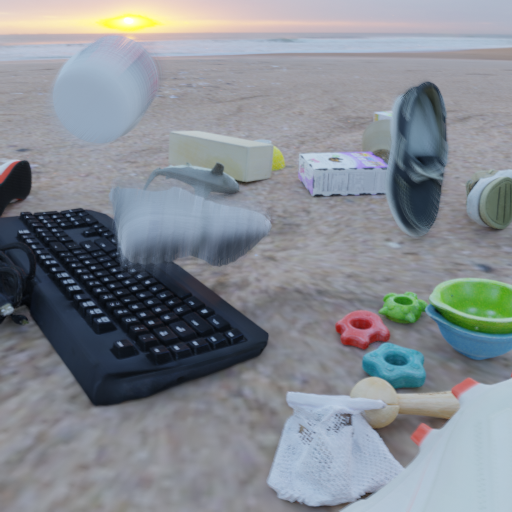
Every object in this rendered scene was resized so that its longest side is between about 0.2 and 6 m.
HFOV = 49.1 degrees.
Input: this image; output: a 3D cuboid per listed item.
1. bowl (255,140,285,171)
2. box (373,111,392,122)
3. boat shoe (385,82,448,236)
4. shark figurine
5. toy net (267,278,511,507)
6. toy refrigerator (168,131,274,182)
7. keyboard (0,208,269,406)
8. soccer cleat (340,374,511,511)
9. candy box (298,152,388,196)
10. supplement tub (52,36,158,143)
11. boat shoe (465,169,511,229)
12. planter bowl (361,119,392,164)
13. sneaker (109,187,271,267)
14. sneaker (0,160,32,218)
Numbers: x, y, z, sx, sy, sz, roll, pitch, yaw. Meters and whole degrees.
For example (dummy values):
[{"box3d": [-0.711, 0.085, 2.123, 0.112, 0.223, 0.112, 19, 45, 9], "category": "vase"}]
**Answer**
[{"box3d": [0.140, -2.340, 12.847, 1.067, 0.574, 1.067, 1, 23, 0], "category": "bowl"}, {"box3d": [3.930, -3.721, 15.950, 0.669, 0.603, 1.190, -11, 26, -24], "category": "box"}, {"box3d": [2.510, -1.496, 8.653, 0.885, 2.340, 0.706, -4, -4, -12], "category": "boat shoe"}, {"box3d": [-1.248, -1.334, 10.527, 1.873, 0.782, 1.119, 7, -10, -2], "category": "shark figurine"}, {"box3d": [1.179, 0.945, 5.234, 1.779, 0.655, 3.391, 21, 32, 39], "category": "toy net"}, {"box3d": [-0.811, -2.175, 12.226, 2.314, 0.810, 0.879, 19, 23, 35], "category": "toy refrigerator"}, {"box3d": [-2.254, 0.050, 6.904, 2.654, 1.010, 5.099, -16, 27, -33], "category": "keyboard"}, {"box3d": [1.111, 1.685, 3.155, 3.242, 1.123, 1.257, -21, 35, -26], "category": "soccer cleat"}, {"box3d": [1.754, -1.670, 11.308, 1.591, 0.569, 1.334, -2, 24, -7], "category": "candy box"}, {"box3d": [-2.220, -2.524, 8.431, 1.267, 1.267, 1.806, 0, 30, 0], "category": "supplement tub"}, {"box3d": [4.002, -1.007, 9.574, 0.809, 0.884, 2.365, 11, 19, 38], "category": "boat shoe"}, {"box3d": [2.849, -2.346, 12.424, 1.121, 1.121, 0.755, 7, 51, 16], "category": "planter bowl"}, {"box3d": [-0.653, -0.451, 6.310, 2.154, 0.805, 0.883, 3, 50, -51], "category": "sneaker"}, {"box3d": [-4.952, -1.215, 10.006, 1.245, 0.776, 2.323, 2, 26, -2], "category": "sneaker"}]
